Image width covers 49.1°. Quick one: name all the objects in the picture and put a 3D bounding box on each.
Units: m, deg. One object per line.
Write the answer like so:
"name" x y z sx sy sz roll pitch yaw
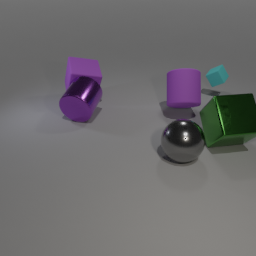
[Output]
"cylinder" -1.932 -1.202 11.631 1.400 1.400 1.400 8 45 14
"cube" -2.099 -2.272 12.967 1.400 1.400 1.400 2 44 -20
"cube" 4.350 -2.538 13.650 0.700 0.700 0.700 -17 24 48
"cube" 3.465 -0.230 9.577 1.400 1.400 1.400 -5 71 -9
"ball" 1.758 0.405 8.991 1.400 1.400 1.400 0 29 0
"cylinder" 2.320 -1.622 11.685 1.400 1.400 1.400 1 -4 0
